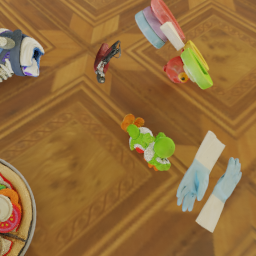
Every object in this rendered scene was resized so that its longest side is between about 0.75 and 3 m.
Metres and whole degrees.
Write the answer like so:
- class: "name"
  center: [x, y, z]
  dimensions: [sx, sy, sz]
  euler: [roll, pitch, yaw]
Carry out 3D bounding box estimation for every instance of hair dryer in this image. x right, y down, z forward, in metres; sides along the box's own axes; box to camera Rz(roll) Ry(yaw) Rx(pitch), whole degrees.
- class: "hair dryer"
  center: [-0.528, -1.922, 7.652]
  dimensions: [0.422, 1.184, 1.554]
  euler: [25, 22, -31]

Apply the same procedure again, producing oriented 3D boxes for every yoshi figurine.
- class: "yoshi figurine"
  center: [0.557, 0.253, 6.556]
  dimensions: [0.884, 0.880, 1.572]
  euler: [-27, 56, -17]

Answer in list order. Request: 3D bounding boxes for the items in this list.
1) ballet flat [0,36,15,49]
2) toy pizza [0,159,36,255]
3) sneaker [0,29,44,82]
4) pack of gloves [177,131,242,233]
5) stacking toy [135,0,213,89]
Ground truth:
- class: "ballet flat"
  center: [-3.440, -2.292, 7.365]
  dimensions: [0.900, 0.287, 0.303]
  euler: [16, 97, 6]
- class: "toy pizza"
  center: [-3.103, 1.761, 5.331]
  dimensions: [2.581, 0.409, 2.581]
  euler: [1, 80, -7]
- class: "sneaker"
  center: [-3.364, -1.647, 7.716]
  dimensions: [1.693, 0.931, 2.312]
  euler: [26, 71, 15]
- class: "pack of gloves"
  center: [1.750, 1.125, 5.612]
  dimensions: [1.393, 0.327, 1.657]
  euler: [39, 75, -25]
- class: "stacking toy"
  center: [1.032, -1.834, 6.948]
  dimensions: [1.033, 2.446, 2.214]
  euler: [-33, 27, 25]
